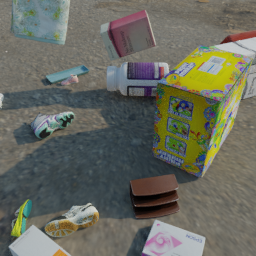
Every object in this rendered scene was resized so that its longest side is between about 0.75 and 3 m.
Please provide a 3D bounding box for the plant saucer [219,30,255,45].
[{"bbox_3d":[5.041,-3.455,12.896,2.772,2.777,0.510,-15,77,-17],"label":"plant saucer"}]

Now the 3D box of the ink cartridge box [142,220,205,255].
[{"bbox_3d":[1.035,2.958,6.580,1.307,0.288,1.332,15,40,16],"label":"ink cartridge box"}]

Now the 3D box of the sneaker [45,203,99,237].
[{"bbox_3d":[-1.463,2.348,7.232,1.363,0.515,0.597,-10,28,-21],"label":"sneaker"}]

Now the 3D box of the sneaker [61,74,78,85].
[{"bbox_3d":[-2.678,-2.217,12.734,0.786,0.411,0.296,-15,44,-16],"label":"sneaker"}]

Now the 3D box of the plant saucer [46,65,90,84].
[{"bbox_3d":[-2.840,-2.542,13.307,1.984,0.188,0.693,-23,45,-26],"label":"plant saucer"}]

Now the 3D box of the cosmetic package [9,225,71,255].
[{"bbox_3d":[-1.934,2.961,6.388,1.434,0.511,0.727,24,45,27],"label":"cosmetic package"}]

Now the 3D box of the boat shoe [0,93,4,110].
[{"bbox_3d":[-5.228,-0.859,11.138,0.433,0.477,1.298,21,47,-4],"label":"boat shoe"}]

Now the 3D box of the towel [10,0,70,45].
[{"bbox_3d":[-2.357,-2.967,7.493,1.456,1.246,0.351,6,29,-15],"label":"towel"}]

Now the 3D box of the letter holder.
[{"bbox_3d":[0.744,1.872,7.616,1.271,0.639,0.903,-7,42,-8],"label":"letter holder"}]

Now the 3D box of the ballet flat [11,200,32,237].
[{"bbox_3d":[-2.800,2.333,7.298,0.352,0.351,1.052,-7,41,3],"label":"ballet flat"}]

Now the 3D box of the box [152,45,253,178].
[{"bbox_3d":[2.312,-0.604,8.856,1.796,2.836,2.944,22,44,26],"label":"box"}]

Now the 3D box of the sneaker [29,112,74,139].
[{"bbox_3d":[-2.872,-0.341,10.294,1.588,0.617,1.111,-31,49,-32],"label":"sneaker"}]

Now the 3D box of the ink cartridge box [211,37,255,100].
[{"bbox_3d":[4.291,-2.263,11.403,2.960,2.154,1.244,-16,42,-18],"label":"ink cartridge box"}]

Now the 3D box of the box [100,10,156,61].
[{"bbox_3d":[-0.002,-3.738,11.325,1.959,1.252,1.067,-17,36,9],"label":"box"}]

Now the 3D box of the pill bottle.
[{"bbox_3d":[0.392,-2.048,11.739,2.491,1.388,1.388,2,40,1],"label":"pill bottle"}]
